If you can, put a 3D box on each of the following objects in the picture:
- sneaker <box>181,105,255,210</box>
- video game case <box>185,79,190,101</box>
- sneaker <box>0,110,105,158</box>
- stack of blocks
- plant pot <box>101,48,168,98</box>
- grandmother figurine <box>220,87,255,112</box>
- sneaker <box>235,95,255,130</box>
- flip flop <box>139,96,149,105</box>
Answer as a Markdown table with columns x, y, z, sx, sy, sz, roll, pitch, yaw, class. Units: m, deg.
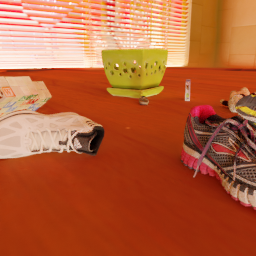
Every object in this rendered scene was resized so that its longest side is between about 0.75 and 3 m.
| x | y | z | sx | sy | sz | roll | pitch | yaw | class |
| --- | --- | --- | --- | --- | --- | --- | --- | --- | --- |
| 1.774 | 0.381 | 4.328 | 1.151 | 1.066 | 2.856 | -8 | 17 | -27 | sneaker |
| 2.716 | -1.731 | 12.733 | 0.218 | 0.868 | 0.958 | 3 | 15 | 12 | video game case |
| -1.463 | 0.130 | 5.546 | 1.402 | 0.919 | 2.436 | 10 | 16 | 41 | sneaker |
| -3.443 | -0.983 | 8.737 | 1.303 | 0.663 | 2.263 | -32 | -3 | 25 | stack of blocks |
| 0.361 | -2.728 | 13.801 | 2.490 | 2.260 | 2.478 | 10 | 18 | 33 | plant pot |
| 4.279 | -1.072 | 10.735 | 1.435 | 0.717 | 2.366 | -26 | 4 | 30 | grandmother figurine |
| 3.280 | -0.101 | 5.997 | 1.936 | 0.721 | 0.819 | 39 | 2 | 40 | sneaker |
| 0.657 | -1.181 | 11.740 | 0.439 | 0.312 | 1.083 | 1 | 15 | 4 | flip flop |
